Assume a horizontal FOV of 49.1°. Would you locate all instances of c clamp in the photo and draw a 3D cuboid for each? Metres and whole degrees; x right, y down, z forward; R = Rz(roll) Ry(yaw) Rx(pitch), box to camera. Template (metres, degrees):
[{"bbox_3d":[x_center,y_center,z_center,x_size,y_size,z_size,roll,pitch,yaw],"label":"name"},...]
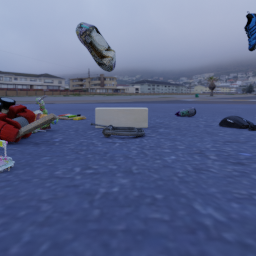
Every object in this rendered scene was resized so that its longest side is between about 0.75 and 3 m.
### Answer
[{"bbox_3d":[-0.346,0.090,8.818,1.778,0.282,2.081,4,4,-5],"label":"c clamp"}]

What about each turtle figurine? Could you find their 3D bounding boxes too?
[{"bbox_3d":[-3.198,-0.423,9.207,1.571,1.166,1.621,-4,3,3],"label":"turtle figurine"}]

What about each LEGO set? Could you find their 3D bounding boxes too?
[{"bbox_3d":[-2.355,0.431,4.620,1.165,0.434,0.536,2,7,19],"label":"LEGO set"}]

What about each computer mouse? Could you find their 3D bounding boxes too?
[{"bbox_3d":[4.515,-0.237,10.652,1.377,0.451,1.961,-3,7,-21],"label":"computer mouse"}]

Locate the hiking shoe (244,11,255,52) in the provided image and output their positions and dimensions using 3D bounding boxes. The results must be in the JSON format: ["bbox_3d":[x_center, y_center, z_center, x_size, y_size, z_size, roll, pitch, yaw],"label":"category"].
[{"bbox_3d":[4.212,-3.295,9.636,0.557,1.285,0.478,3,6,-10],"label":"hiking shoe"}]

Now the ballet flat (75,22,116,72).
[{"bbox_3d":[-1.080,-3.232,11.706,1.007,1.007,2.798,4,-24,32],"label":"ballet flat"}]

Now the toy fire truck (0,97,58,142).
[{"bbox_3d":[-2.877,-0.148,7.435,2.039,1.312,1.795,20,13,4],"label":"toy fire truck"}]

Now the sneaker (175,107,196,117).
[{"bbox_3d":[3.383,-0.852,16.505,0.633,0.539,1.447,-15,1,-26],"label":"sneaker"}]

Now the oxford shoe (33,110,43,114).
[{"bbox_3d":[-5.023,-0.787,15.908,1.428,0.412,0.537,8,7,39],"label":"oxford shoe"}]

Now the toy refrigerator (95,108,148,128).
[{"bbox_3d":[-0.243,-0.404,10.816,1.978,0.751,0.692,-1,6,-1],"label":"toy refrigerator"}]

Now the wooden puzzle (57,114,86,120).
[{"bbox_3d":[-3.121,-0.612,15.047,2.092,0.245,1.411,3,7,31],"label":"wooden puzzle"}]
